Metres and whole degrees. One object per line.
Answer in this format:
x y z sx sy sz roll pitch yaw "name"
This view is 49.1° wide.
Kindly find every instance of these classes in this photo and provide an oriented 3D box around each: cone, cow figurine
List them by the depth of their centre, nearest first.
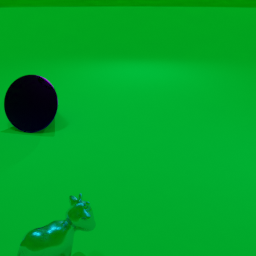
-0.934 1.390 3.764 0.997 0.981 0.547 6 17 -42 "cow figurine"
-2.537 -0.663 8.427 1.594 1.594 1.600 5 0 9 "cone"
